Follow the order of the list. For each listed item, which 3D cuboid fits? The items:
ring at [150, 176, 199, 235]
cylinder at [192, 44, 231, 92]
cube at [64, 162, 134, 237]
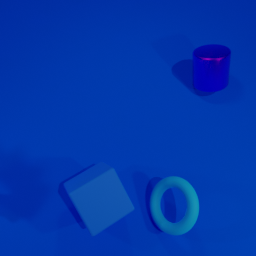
[{"bbox_3d":[1.047,1.800,6.540,0.266,1.331,1.331,16,47,-44],"label":"ring"},{"bbox_3d":[2.510,-1.817,8.485,1.087,1.087,1.087,-6,37,5],"label":"cylinder"},{"bbox_3d":[-0.696,1.562,6.425,1.090,1.090,1.090,-29,100,-16],"label":"cube"}]
